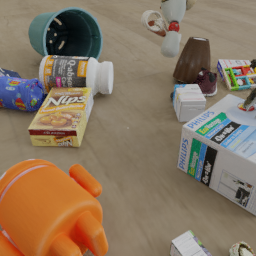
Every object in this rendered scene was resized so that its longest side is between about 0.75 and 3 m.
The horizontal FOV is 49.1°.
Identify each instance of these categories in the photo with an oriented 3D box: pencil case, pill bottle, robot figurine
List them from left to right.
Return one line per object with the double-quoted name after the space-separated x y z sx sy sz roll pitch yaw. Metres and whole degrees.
-4.546 -1.426 10.360 2.972 1.160 1.291 10 66 13 "pencil case"
-1.689 1.718 5.754 2.858 2.056 1.667 29 1 35 "robot figurine"
-1.946 -2.006 10.903 2.618 1.523 1.523 3 37 5 "pill bottle"

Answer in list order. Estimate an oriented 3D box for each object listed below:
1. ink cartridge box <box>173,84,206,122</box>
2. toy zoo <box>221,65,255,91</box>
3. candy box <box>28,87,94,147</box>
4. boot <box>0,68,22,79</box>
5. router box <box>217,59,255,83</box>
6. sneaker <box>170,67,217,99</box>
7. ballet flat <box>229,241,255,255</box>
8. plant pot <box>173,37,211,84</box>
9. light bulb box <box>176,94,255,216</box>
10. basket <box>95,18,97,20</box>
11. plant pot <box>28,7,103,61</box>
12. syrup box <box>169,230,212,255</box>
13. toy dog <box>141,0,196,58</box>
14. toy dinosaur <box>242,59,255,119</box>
2.144 -0.899 9.937 0.865 0.861 1.179 -1 37 -2 "ink cartridge box"
4.889 -2.137 11.716 1.673 0.171 1.098 -8 63 -2 "toy zoo"
-2.137 -0.460 9.449 1.511 0.724 2.618 1 37 4 "candy box"
-5.333 -2.214 11.919 0.981 0.790 2.171 -23 50 -37 "boot"
4.894 -2.595 12.626 1.427 0.388 1.590 3 37 4 "router box"
2.578 -1.759 10.839 2.026 1.170 0.767 -14 39 -18 "sneaker"
2.367 2.821 5.241 0.567 0.479 1.500 -8 38 -11 "ballet flat"
2.787 -2.860 11.651 1.580 1.690 1.580 6 25 -3 "plant pot"
3.013 0.533 7.444 2.442 1.524 2.421 30 46 34 "light bulb box"
-2.174 -5.397 15.467 1.053 1.514 1.335 -28 44 -34 "basket"
-3.096 -4.146 12.985 2.850 2.850 2.791 -24 35 -29 "plant pot"
1.383 2.693 5.387 0.518 0.501 1.272 -20 41 -24 "syrup box"
1.001 -2.759 7.204 2.030 1.339 0.978 -60 19 -19 "toy dog"
3.704 -1.806 6.880 1.140 2.962 1.515 6 36 3 "toy dinosaur"
